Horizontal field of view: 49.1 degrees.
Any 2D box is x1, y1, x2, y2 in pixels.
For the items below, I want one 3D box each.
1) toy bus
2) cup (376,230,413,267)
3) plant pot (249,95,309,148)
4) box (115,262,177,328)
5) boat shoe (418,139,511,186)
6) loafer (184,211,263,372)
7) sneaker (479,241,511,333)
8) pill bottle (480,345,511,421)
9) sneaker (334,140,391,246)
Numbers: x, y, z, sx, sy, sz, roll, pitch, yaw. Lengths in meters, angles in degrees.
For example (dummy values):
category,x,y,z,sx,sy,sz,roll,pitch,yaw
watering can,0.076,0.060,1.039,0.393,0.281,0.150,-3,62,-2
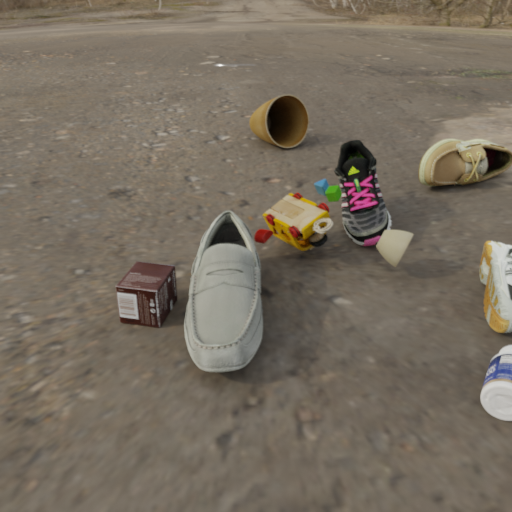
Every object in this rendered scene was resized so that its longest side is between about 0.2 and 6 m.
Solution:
category,x,y,z,sx,sy,sz,roll,pitch,yaw
toy bus,0.855,-0.509,9.982,1.493,0.818,1.583,-12,37,25
cup,2.294,-0.189,9.424,0.452,0.631,0.631,29,35,11
plant pot,0.507,-3.859,16.202,1.451,1.451,1.557,-16,17,-27
box,-1.644,0.574,8.489,0.656,0.663,0.799,6,29,11
boat shoe,5.029,-2.228,13.258,2.919,1.080,0.969,-20,28,-32
loafer,-0.495,0.397,8.246,1.165,1.163,3.332,-5,28,-1
sneaker,4.049,0.407,8.598,1.001,0.864,2.284,9,30,15
pill bottle,3.110,1.517,6.868,0.537,0.537,0.968,15,31,25
sneaker,1.996,-1.319,10.912,0.919,1.090,2.492,-14,49,17
